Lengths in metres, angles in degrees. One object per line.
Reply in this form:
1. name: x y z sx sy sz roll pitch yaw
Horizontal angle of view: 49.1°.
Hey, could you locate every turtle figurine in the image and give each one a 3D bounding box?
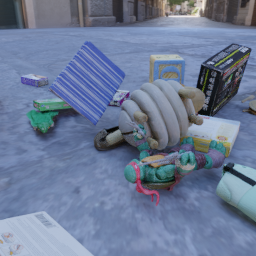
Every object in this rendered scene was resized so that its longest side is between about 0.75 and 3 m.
1. turtle figurine: 0.705 0.595 5.491 2.425 1.221 1.816 -3 25 -38

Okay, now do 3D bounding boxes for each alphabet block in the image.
1. alphabet block: 1.636 -2.370 12.015 1.333 1.340 1.365 0 24 -5

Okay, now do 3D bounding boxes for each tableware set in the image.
1. tableware set: 4.812 -0.793 9.696 1.810 0.363 1.197 -25 45 -33

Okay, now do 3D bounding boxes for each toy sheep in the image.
1. toy sheep: 0.672 -0.282 6.738 2.636 1.817 1.817 -22 28 -10

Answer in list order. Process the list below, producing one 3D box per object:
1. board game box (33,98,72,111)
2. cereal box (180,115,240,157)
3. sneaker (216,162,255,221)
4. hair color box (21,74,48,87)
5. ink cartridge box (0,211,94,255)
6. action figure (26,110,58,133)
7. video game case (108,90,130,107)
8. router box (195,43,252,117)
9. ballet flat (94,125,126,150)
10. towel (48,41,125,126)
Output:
1. board game box: -2.164 -0.842 9.433 1.801 0.262 1.212 -8 14 -27
2. cereal box: 2.249 0.150 7.546 1.230 0.338 1.710 13 27 26
3. sneaker: 2.621 0.816 5.317 1.376 0.859 2.333 27 38 36
4. hair color box: -4.266 -2.180 12.788 1.143 0.370 0.625 16 28 28
5. ink cartridge box: -1.287 1.653 3.630 1.497 0.335 1.319 21 10 40
6. action figure: -2.449 -0.191 8.062 0.988 0.457 1.672 -10 18 -14
7. video game case: -0.698 -1.178 10.669 1.234 0.244 1.361 7 25 15
8. router box: 3.038 -1.562 9.136 0.720 1.736 2.316 29 45 28
9. ballet flat: -0.047 0.059 7.548 2.069 0.480 0.697 -18 33 -36
10. towel: -1.002 -1.248 7.494 0.248 1.504 2.077 -28 28 51
